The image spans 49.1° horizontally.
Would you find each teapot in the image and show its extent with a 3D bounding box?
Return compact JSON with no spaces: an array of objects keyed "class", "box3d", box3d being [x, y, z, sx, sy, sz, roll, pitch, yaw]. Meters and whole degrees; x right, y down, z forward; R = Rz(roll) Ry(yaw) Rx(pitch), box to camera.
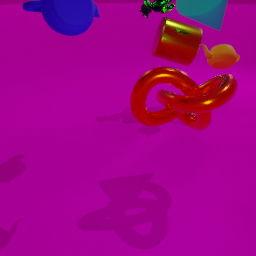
[{"class":"teapot","box3d":[2.981,-2.351,9.020,1.472,0.721,0.915,6,-12,-19]},{"class":"teapot","box3d":[-0.905,-1.790,4.235,1.318,0.819,0.645,-10,10,-33]}]

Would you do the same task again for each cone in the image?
[{"class":"cone","box3d":[1.720,-2.362,5.751,1.101,1.101,1.105,27,-6,42]}]

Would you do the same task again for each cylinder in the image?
[{"class":"cylinder","box3d":[1.614,-2.891,9.432,1.311,1.311,1.311,14,25,-9]}]

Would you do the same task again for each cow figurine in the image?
[{"class":"cow figurine","box3d":[0.908,-3.884,9.016,0.945,0.527,0.960,-29,-16,32]}]

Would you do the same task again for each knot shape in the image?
[{"class":"knot shape","box3d":[1.109,-0.523,5.081,1.735,0.857,1.854,-14,-20,40]}]
